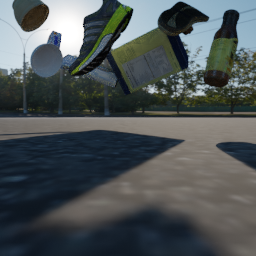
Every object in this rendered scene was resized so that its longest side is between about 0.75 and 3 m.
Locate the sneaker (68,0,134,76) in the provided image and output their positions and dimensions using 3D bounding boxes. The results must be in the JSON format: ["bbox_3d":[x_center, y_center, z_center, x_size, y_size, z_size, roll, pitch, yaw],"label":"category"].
[{"bbox_3d":[-1.096,-2.980,9.233,1.184,2.924,1.080,41,11,4],"label":"sneaker"}]

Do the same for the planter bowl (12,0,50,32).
[{"bbox_3d":[-3.090,-3.627,8.656,1.085,0.730,1.085,-43,-3,-3],"label":"planter bowl"}]

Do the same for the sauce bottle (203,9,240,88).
[{"bbox_3d":[2.503,-2.108,7.306,0.690,2.090,0.690,16,-11,3],"label":"sauce bottle"}]

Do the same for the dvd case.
[{"bbox_3d":[-1.568,-2.416,11.635,2.479,0.218,1.769,19,25,-5],"label":"dvd case"}]

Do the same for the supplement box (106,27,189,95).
[{"bbox_3d":[0.908,-2.971,11.579,2.686,1.805,2.689,-22,16,19],"label":"supplement box"}]

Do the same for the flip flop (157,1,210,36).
[{"bbox_3d":[1.782,-3.477,9.300,1.145,0.813,2.824,36,46,12],"label":"flip flop"}]

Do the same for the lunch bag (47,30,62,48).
[{"bbox_3d":[-3.074,-3.250,11.497,0.508,1.345,1.078,11,-10,-30],"label":"lunch bag"}]

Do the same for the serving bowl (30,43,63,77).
[{"bbox_3d":[-2.403,-1.989,8.107,0.330,1.002,1.002,33,22,34],"label":"serving bowl"}]
